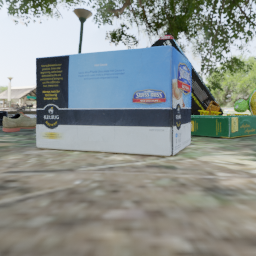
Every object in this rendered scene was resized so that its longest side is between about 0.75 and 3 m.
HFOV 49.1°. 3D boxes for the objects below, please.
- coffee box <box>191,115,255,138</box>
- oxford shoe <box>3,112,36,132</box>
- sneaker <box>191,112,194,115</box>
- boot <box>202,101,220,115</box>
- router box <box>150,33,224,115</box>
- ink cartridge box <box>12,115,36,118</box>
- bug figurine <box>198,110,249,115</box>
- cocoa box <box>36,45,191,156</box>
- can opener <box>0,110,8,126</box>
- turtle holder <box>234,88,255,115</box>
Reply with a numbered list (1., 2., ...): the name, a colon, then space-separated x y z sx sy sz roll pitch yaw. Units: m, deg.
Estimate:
1. coffee box: 1.940 -0.080 7.157 1.383 0.495 2.249 -3 4 -41
2. oxford shoe: -3.100 -0.231 8.448 0.478 0.508 1.358 12 18 34
3. sneaker: 2.835 -0.569 13.516 2.751 0.962 1.238 1 -9 -11
4. boot: 2.645 -0.481 9.217 0.421 0.856 1.196 11 14 -13
5. router box: 2.123 -1.703 10.068 0.907 2.188 2.920 -34 -46 19
6. ink cartridge box: -3.743 -0.264 10.717 0.788 0.475 1.085 2 5 25
7. bug figurine: 3.108 -0.152 8.186 2.112 0.543 1.638 3 8 -26
8. cocoa box: -0.172 -0.401 4.470 2.168 1.422 1.446 1 3 22
9. can opener: -5.731 -0.314 11.361 0.548 0.680 1.729 12 18 33
10. turtle holder: 6.167 -1.175 12.161 2.599 1.975 1.846 25 12 11
